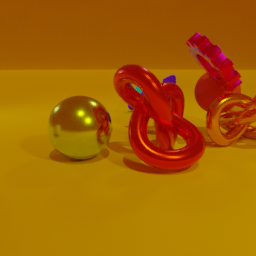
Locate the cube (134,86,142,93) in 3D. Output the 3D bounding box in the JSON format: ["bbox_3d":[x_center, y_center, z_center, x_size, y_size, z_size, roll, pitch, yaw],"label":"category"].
[{"bbox_3d":[0.663,-1.085,9.710,0.766,0.766,0.766,11,57,37],"label":"cube"}]

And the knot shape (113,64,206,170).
[{"bbox_3d":[0.607,-0.202,4.971,0.911,1.972,1.846,-34,-14,23],"label":"knot shape"}]

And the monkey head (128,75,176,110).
[{"bbox_3d":[0.746,-0.801,6.697,0.979,1.169,1.625,15,-18,-34],"label":"monkey head"}]

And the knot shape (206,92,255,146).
[{"bbox_3d":[2.412,-0.188,5.806,1.677,0.775,1.570,-25,-29,8],"label":"knot shape"}]

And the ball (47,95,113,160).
[{"bbox_3d":[-0.834,-0.005,4.914,1.124,1.124,1.124,0,13,0],"label":"ball"}]

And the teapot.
[{"bbox_3d":[2.986,-0.422,7.325,0.922,0.726,1.482,39,-11,-6],"label":"teapot"}]

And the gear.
[{"bbox_3d":[1.594,-1.219,5.250,0.233,1.259,1.259,-42,9,9],"label":"gear"}]

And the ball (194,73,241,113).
[{"bbox_3d":[2.000,-0.816,6.283,0.994,0.994,0.994,0,13,0],"label":"ball"}]
